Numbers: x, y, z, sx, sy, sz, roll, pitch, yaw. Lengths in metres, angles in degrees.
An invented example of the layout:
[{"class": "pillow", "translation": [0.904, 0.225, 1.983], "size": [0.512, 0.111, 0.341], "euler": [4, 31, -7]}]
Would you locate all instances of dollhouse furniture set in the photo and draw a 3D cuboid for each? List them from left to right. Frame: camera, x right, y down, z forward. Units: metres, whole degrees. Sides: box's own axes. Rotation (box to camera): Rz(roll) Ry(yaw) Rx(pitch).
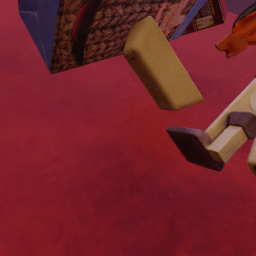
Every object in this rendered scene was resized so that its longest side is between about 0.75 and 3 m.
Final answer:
[{"class": "dollhouse furniture set", "translation": [1.029, -0.601, 2.969], "size": [1.313, 1.850, 1.466], "euler": [-42, 18, -15]}]

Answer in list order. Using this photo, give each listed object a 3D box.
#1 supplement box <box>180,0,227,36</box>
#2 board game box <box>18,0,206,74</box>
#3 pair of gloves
[{"class": "supplement box", "translation": [1.604, -3.305, 7.795], "size": [1.999, 1.103, 0.856], "euler": [-7, 44, 31]}, {"class": "board game box", "translation": [-0.069, -2.038, 3.793], "size": [2.488, 1.983, 1.205], "euler": [-24, 78, -26]}, {"class": "pair of gloves", "translation": [2.972, -1.649, 5.532], "size": [1.985, 1.769, 0.245], "euler": [36, 53, -13]}]
